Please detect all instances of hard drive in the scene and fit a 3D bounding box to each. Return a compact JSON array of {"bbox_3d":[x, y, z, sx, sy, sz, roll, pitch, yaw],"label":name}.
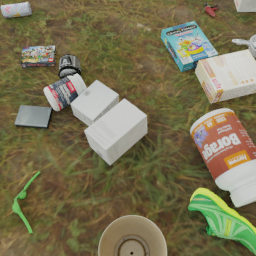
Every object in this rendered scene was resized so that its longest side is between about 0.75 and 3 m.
[{"bbox_3d":[-3.547,-0.421,10.603,1.238,0.204,0.864,5,61,3],"label":"hard drive"}]

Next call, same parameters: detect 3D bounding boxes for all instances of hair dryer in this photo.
[{"bbox_3d":[4.077,-5.733,13.471,0.773,0.276,1.015,4,62,1],"label":"hair dryer"}]

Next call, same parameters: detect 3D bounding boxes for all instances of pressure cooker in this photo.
[{"bbox_3d":[-2.338,-2.361,11.297,0.873,0.860,0.978,11,58,-26],"label":"pressure cooker"}]

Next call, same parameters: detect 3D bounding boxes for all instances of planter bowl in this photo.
[{"bbox_3d":[0.127,3.494,7.888,1.808,1.217,1.808,0,62,0],"label":"planter bowl"}]

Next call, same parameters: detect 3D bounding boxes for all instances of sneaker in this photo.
[{"bbox_3d":[2.934,2.949,8.471,2.555,0.946,1.068,38,82,22],"label":"sneaker"}]

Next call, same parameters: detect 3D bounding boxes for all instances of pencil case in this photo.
[{"bbox_3d":[-5.264,-5.590,13.216,1.342,0.558,0.609,-11,84,-4],"label":"pencil case"}]

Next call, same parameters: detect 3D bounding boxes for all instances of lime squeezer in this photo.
[{"bbox_3d":[-3.314,2.318,9.022,0.705,0.377,1.997,-1,61,-1],"label":"lime squeezer"}]

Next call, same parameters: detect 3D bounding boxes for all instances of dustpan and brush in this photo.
[{"bbox_3d":[5.504,-3.537,12.062,2.196,0.629,1.533,2,61,1],"label":"dustpan and brush"}]

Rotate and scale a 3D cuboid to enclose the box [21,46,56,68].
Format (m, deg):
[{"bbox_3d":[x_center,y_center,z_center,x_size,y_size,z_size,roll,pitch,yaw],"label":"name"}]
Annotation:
[{"bbox_3d":[-3.823,-3.068,12.017,1.394,0.263,0.952,-4,61,-2],"label":"box"}]

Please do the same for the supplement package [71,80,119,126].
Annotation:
[{"bbox_3d":[-1.216,-0.867,10.503,1.115,0.794,1.431,35,66,17],"label":"supplement package"}]

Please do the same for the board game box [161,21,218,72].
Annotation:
[{"bbox_3d":[2.617,-3.586,12.163,1.627,0.506,2.155,-19,63,-10],"label":"board game box"}]

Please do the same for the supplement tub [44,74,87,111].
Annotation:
[{"bbox_3d":[-2.360,-1.367,10.666,1.420,0.996,0.996,-31,66,-15],"label":"supplement tub"}]

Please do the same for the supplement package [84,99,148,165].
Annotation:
[{"bbox_3d":[-0.357,0.127,9.729,1.881,1.127,1.141,-40,61,-19],"label":"supplement package"}]

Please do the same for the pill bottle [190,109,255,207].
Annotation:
[{"bbox_3d":[3.324,0.940,9.033,1.624,1.624,2.895,-17,62,-9],"label":"pill bottle"}]

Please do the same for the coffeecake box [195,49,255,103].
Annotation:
[{"bbox_3d":[4.054,-2.072,11.162,2.180,0.796,1.673,-14,62,-7],"label":"coffeecake box"}]

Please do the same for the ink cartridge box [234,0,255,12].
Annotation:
[{"bbox_3d":[5.684,-6.830,12.911,0.976,2.315,1.690,-1,61,2],"label":"ink cartridge box"}]
